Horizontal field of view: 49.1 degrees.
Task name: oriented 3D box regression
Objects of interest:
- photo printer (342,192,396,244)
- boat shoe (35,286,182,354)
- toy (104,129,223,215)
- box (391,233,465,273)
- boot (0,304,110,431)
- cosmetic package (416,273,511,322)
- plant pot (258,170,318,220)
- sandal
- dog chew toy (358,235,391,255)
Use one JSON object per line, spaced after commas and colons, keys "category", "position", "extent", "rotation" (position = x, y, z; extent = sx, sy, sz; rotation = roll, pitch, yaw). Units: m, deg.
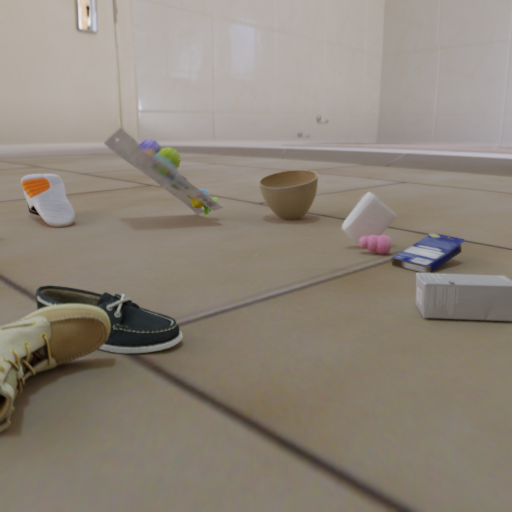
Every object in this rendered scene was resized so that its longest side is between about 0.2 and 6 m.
{"category": "photo printer", "position": [2.351, -0.716, 11.804], "extent": [0.826, 0.993, 0.345], "rotation": [36, 7, -23]}
{"category": "boat shoe", "position": [-1.938, 0.771, 7.129], "extent": [2.076, 0.626, 0.785], "rotation": [3, 15, 13]}
{"category": "toy", "position": [-2.250, -2.257, 14.311], "extent": [3.121, 0.737, 1.797], "rotation": [40, -18, -21]}
{"category": "box", "position": [3.278, -0.058, 10.579], "extent": [1.301, 0.211, 0.788], "rotation": [-28, 28, -31]}
{"category": "boot", "position": [-2.395, 1.125, 5.672], "extent": [1.946, 0.701, 1.505], "rotation": [-11, 17, -18]}
{"category": "cosmetic package", "position": [2.991, 0.579, 8.013], "extent": [1.289, 0.581, 0.688], "rotation": [-1, 11, 5]}
{"category": "plant pot", "position": [0.899, -1.563, 14.906], "extent": [1.560, 1.048, 1.560], "rotation": [-7, 24, 3]}
{"category": "sandal", "position": [-5.578, -1.321, 14.946], "extent": [1.086, 0.812, 2.833], "rotation": [-6, 37, -29]}
{"category": "dog chew toy", "position": [2.401, -0.247, 11.352], "extent": [0.642, 0.400, 0.400], "rotation": [9, 16, 4]}
